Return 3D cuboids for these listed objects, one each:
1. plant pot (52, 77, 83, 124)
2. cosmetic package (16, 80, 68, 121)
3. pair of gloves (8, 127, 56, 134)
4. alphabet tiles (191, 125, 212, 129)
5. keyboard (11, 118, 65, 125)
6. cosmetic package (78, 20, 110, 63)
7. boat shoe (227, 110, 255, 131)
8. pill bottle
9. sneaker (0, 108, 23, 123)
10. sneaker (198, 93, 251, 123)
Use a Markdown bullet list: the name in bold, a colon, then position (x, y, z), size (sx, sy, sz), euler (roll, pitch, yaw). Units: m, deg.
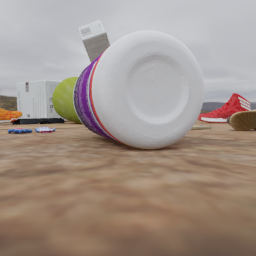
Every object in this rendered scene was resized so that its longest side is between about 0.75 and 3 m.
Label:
- **plant pot**: position (-1.891, -0.943, 11.401), size (1.936, 1.936, 2.069), euler (-2, 19, -27)
- **cosmetic package**: position (-4.120, -1.336, 14.269), size (2.410, 1.987, 1.989), euler (1, 4, 36)
- **pair of gloves**: position (-2.206, 0.044, 6.501), size (1.082, 0.123, 0.870), euler (-2, 4, -24)
- **alphabet tiles**: position (0.463, -0.041, 8.214), size (2.970, 0.112, 2.482), euler (-2, 4, -27)
- **keyboard**: position (-3.557, -0.289, 11.394), size (1.196, 0.255, 1.991), euler (3, 5, 42)
- **cosmetic package**: position (-0.925, -2.463, 8.048), size (0.704, 0.704, 0.854), euler (-20, -38, -2)
- **boat shoe**: position (3.430, -0.228, 7.191), size (1.749, 0.631, 0.630), euler (-6, 5, 1)
- **pill bottle**: position (-0.065, -0.514, 4.479), size (1.461, 1.461, 2.598), euler (-1, 3, -19)
- **sneaker**: position (-4.589, -0.497, 10.219), size (0.604, 0.638, 1.655), euler (1, 9, 34)
- **sneaker**: position (4.159, -0.857, 12.125), size (2.212, 1.278, 0.867), euler (0, 3, 3)
